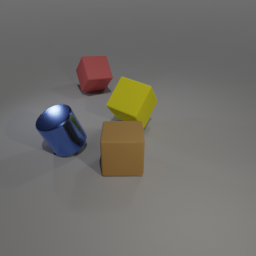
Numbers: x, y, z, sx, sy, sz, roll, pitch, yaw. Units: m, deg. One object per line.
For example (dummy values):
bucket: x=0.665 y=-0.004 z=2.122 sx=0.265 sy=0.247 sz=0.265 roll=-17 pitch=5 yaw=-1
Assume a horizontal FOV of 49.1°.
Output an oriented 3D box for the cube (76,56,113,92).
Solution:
cube: x=-1.847 y=-2.933 z=15.189 sx=1.400 sy=1.400 sz=1.400 roll=-10 pitch=74 yaw=-27

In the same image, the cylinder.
cylinder: x=-2.429 y=0.088 z=10.292 sx=1.400 sy=1.400 sz=1.400 roll=-13 pitch=42 yaw=12

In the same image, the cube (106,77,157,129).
cube: x=0.197 y=-1.026 z=11.532 sx=1.400 sy=1.400 sz=1.400 roll=23 pitch=79 yaw=23

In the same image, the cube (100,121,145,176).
cube: x=-0.182 y=0.686 z=9.637 sx=1.400 sy=1.400 sz=1.400 roll=0 pitch=30 yaw=-1
